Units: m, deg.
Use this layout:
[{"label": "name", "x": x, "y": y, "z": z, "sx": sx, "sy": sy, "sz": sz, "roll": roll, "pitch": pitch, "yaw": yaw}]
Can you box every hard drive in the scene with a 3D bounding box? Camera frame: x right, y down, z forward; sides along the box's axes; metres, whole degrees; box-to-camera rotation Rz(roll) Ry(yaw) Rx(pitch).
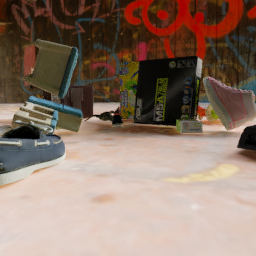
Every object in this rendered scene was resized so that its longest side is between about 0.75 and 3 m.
[{"label": "hard drive", "x": 3.801, "y": 0.229, "z": 5.632, "sx": 2.655, "sy": 0.562, "sz": 1.790, "roll": 5, "pitch": 8, "yaw": 39}]

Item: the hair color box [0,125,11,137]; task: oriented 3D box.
[{"label": "hair color box", "x": -3.258, "y": 0.165, "z": 7.013, "sx": 0.632, "sy": 0.387, "sz": 1.277, "roll": 2, "pitch": 6, "yaw": 17}]

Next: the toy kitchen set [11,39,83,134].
[{"label": "toy kitchen set", "x": -1.810, "y": -0.978, "z": 7.637, "sx": 1.747, "sy": 2.375, "sz": 2.965, "roll": 16, "pitch": 10, "yaw": -16}]

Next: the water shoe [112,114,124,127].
[{"label": "water shoe", "x": -0.423, "y": -0.284, "z": 10.618, "sx": 0.415, "sy": 0.458, "sz": 1.160, "roll": -1, "pitch": 7, "yaw": -11}]

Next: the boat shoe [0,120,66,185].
[{"label": "boat shoe", "x": -1.668, "y": 0.274, "z": 4.503, "sx": 0.888, "sy": 0.734, "sz": 2.372, "roll": 2, "pitch": 7, "yaw": 15}]

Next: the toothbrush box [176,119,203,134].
[{"label": "toothbrush box", "x": 1.955, "y": -0.059, "z": 8.982, "sx": 0.656, "sy": 0.388, "sz": 0.901, "roll": 0, "pitch": 8, "yaw": -1}]

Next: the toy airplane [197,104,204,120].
[{"label": "toy airplane", "x": 3.441, "y": -0.723, "z": 13.355, "sx": 1.106, "sy": 0.784, "sz": 1.111, "roll": -1, "pitch": -15, "yaw": -5}]

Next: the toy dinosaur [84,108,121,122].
[{"label": "toy dinosaur", "x": -0.940, "y": -0.517, "z": 12.250, "sx": 0.992, "sy": 0.534, "sz": 2.252, "roll": -17, "pitch": 11, "yaw": -38}]

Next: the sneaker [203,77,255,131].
[{"label": "sneaker", "x": 3.601, "y": -1.054, "z": 9.823, "sx": 1.305, "sy": 0.939, "sz": 2.496, "roll": -22, "pitch": 46, "yaw": 8}]

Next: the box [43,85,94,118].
[{"label": "box", "x": -3.075, "y": -1.351, "z": 14.482, "sx": 1.670, "sy": 1.687, "sz": 2.034, "roll": 6, "pitch": 9, "yaw": 44}]

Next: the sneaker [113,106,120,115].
[{"label": "sneaker", "x": -0.545, "y": -0.855, "z": 15.039, "sx": 0.504, "sy": 0.593, "sz": 1.367, "roll": 1, "pitch": 7, "yaw": 6}]

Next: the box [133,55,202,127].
[{"label": "box", "x": 1.441, "y": -1.332, "z": 10.538, "sx": 2.459, "sy": 2.546, "sz": 0.605, "roll": 6, "pitch": -1, "yaw": 33}]

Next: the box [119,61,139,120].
[{"label": "box", "x": 1.084, "y": -1.819, "z": 13.790, "sx": 2.668, "sy": 2.770, "sz": 1.690, "roll": 3, "pitch": 7, "yaw": 21}]

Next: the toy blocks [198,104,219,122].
[{"label": "toy blocks", "x": 4.016, "y": -0.719, "z": 12.807, "sx": 1.910, "sy": 0.832, "sz": 2.291, "roll": -3, "pitch": 7, "yaw": -29}]
